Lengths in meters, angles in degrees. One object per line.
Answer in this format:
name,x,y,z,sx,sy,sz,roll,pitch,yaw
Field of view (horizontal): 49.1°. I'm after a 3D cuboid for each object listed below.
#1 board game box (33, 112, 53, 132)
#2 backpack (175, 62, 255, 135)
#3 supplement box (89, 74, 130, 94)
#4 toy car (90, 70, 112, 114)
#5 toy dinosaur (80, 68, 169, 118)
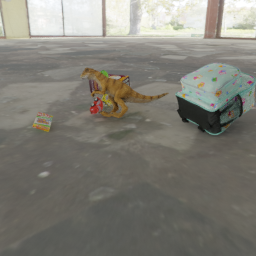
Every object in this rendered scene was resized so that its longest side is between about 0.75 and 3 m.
board game box,-2.420,-0.183,7.991,0.447,0.140,0.937,17,24,-16
backpack,2.516,-0.965,7.840,1.977,1.515,1.738,-24,31,-22
supplement box,-0.756,-1.787,11.477,1.474,0.631,0.813,10,31,23
toy car,-0.774,-1.206,9.173,0.316,1.334,1.417,13,23,18
toy dinosaur,-0.149,-1.020,8.655,2.898,1.539,0.875,21,-10,-8
